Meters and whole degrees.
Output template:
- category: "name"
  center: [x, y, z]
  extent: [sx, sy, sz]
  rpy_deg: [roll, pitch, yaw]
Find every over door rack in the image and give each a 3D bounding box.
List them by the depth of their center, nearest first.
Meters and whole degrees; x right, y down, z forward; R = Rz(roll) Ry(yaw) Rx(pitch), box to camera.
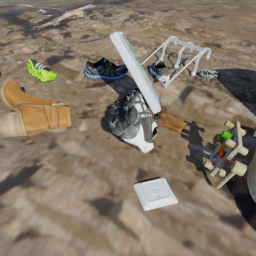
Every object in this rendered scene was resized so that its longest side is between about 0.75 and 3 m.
- category: "over door rack"
  center: [1.690, -2.643, 11.441]
  extent: [2.769, 0.922, 2.046]
  rpy_deg: [-36, 47, -21]

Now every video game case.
- category: "video game case"
  center: [0.264, -1.750, 8.412]
  extent: [0.265, 2.404, 2.192]
  rpy_deg: [-29, 15, 12]

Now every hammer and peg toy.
- category: "hammer and peg toy"
  center: [2.088, 0.583, 6.111]
  extent: [0.516, 1.076, 1.463]
  rpy_deg: [30, 37, -2]

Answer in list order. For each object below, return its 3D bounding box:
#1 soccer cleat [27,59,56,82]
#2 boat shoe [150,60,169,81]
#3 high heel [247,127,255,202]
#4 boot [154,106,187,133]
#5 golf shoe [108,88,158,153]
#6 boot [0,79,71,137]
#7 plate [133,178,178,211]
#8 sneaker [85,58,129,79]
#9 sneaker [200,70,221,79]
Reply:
- category: "soccer cleat"
  center: [-3.464, -2.262, 11.120]
  extent: [0.715, 0.596, 1.765]
  rpy_deg: [-9, 35, -40]
- category: "boat shoe"
  center: [1.235, -2.390, 11.067]
  extent: [0.628, 0.595, 1.796]
  rpy_deg: [-6, 28, 0]
- category: "high heel"
  center: [3.791, 0.909, 6.067]
  extent: [2.094, 1.049, 2.938]
  rpy_deg: [17, 37, 17]
- category: "boot"
  center: [1.309, -0.273, 8.351]
  extent: [0.942, 0.322, 0.886]
  rpy_deg: [16, 37, 21]
- category: "golf shoe"
  center: [0.194, -0.221, 7.743]
  extent: [1.047, 1.272, 2.693]
  rpy_deg: [-36, 19, 21]
- category: "boot"
  center: [-2.745, -0.679, 8.472]
  extent: [1.953, 0.930, 2.525]
  rpy_deg: [-9, 46, -12]
- category: "plate"
  center: [0.591, 1.391, 6.095]
  extent: [0.775, 0.126, 0.777]
  rpy_deg: [-9, 36, -14]
- category: "sneaker"
  center: [-0.811, -2.369, 11.016]
  extent: [1.813, 0.751, 0.643]
  rpy_deg: [1, 36, 1]
- category: "sneaker"
  center: [3.260, -2.139, 11.147]
  extent: [0.833, 0.323, 0.359]
  rpy_deg: [11, 24, 4]
